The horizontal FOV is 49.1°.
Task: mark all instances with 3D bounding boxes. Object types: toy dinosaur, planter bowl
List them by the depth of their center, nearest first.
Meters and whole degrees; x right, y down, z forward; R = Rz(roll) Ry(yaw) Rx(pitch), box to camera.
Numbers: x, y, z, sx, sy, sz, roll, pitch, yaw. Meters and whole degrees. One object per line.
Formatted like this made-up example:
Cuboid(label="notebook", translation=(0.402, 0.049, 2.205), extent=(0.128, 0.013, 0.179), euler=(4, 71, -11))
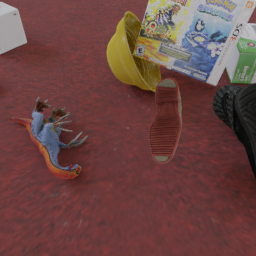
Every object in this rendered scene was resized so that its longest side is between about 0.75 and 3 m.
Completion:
Cuboid(label="toy dinosaur", translation=(-1.884, 0.376, 6.933), extent=(2.391, 1.255, 2.170), euler=(-24, 51, 26))
Cuboid(label="planter bowl", translation=(0.054, -2.125, 8.520), extent=(1.025, 2.461, 2.461), euler=(-16, 40, 24))

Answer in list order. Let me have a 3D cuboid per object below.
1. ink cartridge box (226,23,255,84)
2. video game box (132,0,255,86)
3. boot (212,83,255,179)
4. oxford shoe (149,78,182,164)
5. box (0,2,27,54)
Cuboid(label="ink cartridge box", translation=(4.739, -2.465, 9.230), extent=(2.814, 1.181, 2.037), euler=(2, 45, 2))
Cuboid(label="video game box", translation=(1.800, -2.856, 8.085), extent=(2.773, 2.526, 0.649), euler=(21, 29, 4))
Cuboid(label="boot", translation=(2.976, 0.262, 6.467), extent=(1.069, 2.842, 2.125), euler=(-18, 2, 3))
Cuboid(label="oxford shoe", translation=(0.891, -0.101, 5.942), extent=(0.656, 0.696, 1.861), euler=(2, 70, 24))
Cuboid(label="box", translation=(-4.737, -3.683, 10.346), extent=(1.153, 1.340, 1.346), euler=(31, 53, 27))
